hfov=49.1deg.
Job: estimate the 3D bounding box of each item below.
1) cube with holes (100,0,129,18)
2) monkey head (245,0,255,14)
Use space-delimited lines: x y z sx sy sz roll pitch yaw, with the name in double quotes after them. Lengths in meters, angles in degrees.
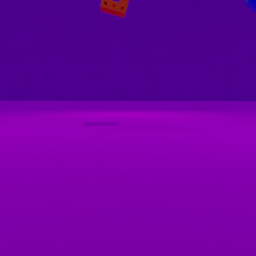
-0.443 -4.611 10.054 0.903 0.903 0.903 14 11 -8 "cube with holes"
2.734 -2.580 5.034 1.704 1.226 1.027 31 16 -5 "monkey head"
